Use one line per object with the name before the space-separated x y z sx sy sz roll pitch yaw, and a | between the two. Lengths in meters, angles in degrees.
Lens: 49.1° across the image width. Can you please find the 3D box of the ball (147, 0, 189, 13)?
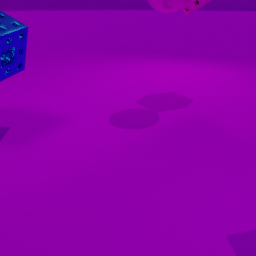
ball | 1.117 -3.898 7.705 1.375 1.375 1.375 0 25 0

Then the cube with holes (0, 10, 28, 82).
cube with holes | -3.244 -1.922 6.464 1.214 1.214 1.214 31 41 8

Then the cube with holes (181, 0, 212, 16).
cube with holes | 2.180 -4.632 9.012 1.163 1.163 1.163 -17 34 50
